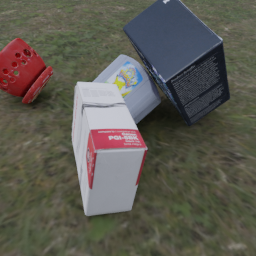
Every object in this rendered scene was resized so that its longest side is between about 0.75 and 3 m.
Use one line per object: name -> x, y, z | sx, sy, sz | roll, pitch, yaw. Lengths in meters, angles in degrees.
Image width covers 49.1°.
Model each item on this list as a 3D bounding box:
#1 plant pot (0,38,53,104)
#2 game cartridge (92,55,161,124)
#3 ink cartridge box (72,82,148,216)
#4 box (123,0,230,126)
plant pot -> -3.442, -1.807, 9.198 | 1.563, 1.717, 1.717 | 36, 36, -15
game cartridge -> -0.182, -1.198, 8.827 | 1.923, 0.584, 2.884 | -40, 42, 7
ink cartridge box -> -0.585, 0.352, 6.454 | 1.067, 1.889, 2.574 | -1, 37, -18
box -> 1.464, -1.721, 7.748 | 1.559, 2.912, 2.161 | -35, 60, 7
